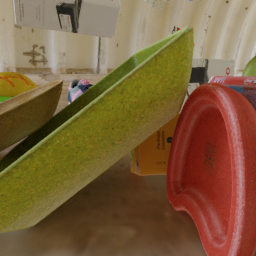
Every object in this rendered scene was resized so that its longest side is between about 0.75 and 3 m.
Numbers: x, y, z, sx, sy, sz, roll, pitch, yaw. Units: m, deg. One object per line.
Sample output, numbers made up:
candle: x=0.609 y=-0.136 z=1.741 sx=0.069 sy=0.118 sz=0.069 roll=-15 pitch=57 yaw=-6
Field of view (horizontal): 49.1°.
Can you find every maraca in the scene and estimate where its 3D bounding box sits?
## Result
maraca: x=-3.572 y=-0.910 z=8.280 sx=1.883 sy=1.469 sz=2.746 roll=0 pitch=13 yaw=-5

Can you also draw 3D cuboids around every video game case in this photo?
video game case: x=2.648 y=-0.079 z=4.197 sx=1.887 sy=0.230 sz=2.639 roll=41 pitch=-10 yaw=-28

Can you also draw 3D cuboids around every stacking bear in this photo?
stacking bear: x=1.774 y=0.328 z=2.666 sx=2.409 sy=1.370 sz=1.463 roll=3 pitch=10 yaw=-11

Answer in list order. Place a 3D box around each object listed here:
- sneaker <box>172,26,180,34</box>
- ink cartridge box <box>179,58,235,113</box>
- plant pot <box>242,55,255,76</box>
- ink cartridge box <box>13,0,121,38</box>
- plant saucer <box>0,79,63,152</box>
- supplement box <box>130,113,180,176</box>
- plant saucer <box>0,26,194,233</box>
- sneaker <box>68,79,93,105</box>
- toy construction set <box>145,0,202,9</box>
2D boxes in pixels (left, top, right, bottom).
sneaker: x=1.814 y=-2.825 z=9.258 sx=0.764 sy=0.693 sz=1.799 roll=18 pitch=4 yaw=16
ink cartridge box: x=1.282 y=-0.745 z=6.611 sx=2.432 sy=1.764 sz=1.018 roll=-6 pitch=13 yaw=-30
plant pot: x=4.193 y=-1.061 z=8.231 sx=2.269 sy=2.269 sz=2.155 roll=8 pitch=26 yaw=36
ink cartridge box: x=-1.661 y=-3.753 z=7.816 sx=2.702 sy=1.954 sz=1.138 roll=2 pitch=-29 yaw=-16
plant saucer: x=-2.136 y=0.013 z=4.279 sx=2.708 sy=0.479 sz=2.708 roll=-21 pitch=17 yaw=7
supplement box: x=1.222 y=0.216 z=3.883 sx=2.392 sy=0.796 sz=0.823 roll=0 pitch=-5 yaw=-7
plant saucer: x=-0.498 y=-0.003 z=3.352 sx=2.569 sy=0.615 sz=2.566 roll=-38 pitch=13 yaw=1
sneaker: x=-1.579 y=-1.303 z=10.925 sx=1.044 sy=1.221 sz=2.977 roll=-9 pitch=14 yaw=-38
toy construction set: x=0.985 y=-3.426 z=5.962 sx=1.183 sy=1.684 sz=2.568 roll=-17 pitch=18 yaw=-4
